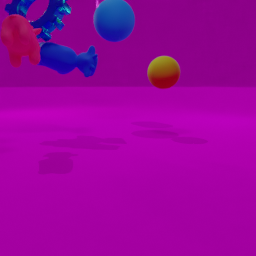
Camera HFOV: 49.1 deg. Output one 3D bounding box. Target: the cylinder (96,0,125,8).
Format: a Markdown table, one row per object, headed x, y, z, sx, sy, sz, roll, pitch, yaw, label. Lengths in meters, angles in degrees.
| x | y | z | sx | sy | sz | roll | pitch | yaw | label |
| --- | --- | --- | --- | --- | --- | --- | --- | --- | --- |
| -0.646 | -4.367 | 10.429 | 1.089 | 1.089 | 1.089 | 0 | 21 | 0 | cylinder |

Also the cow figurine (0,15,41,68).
| x | y | z | sx | sy | sz | roll | pitch | yaw | label |
| --- | --- | --- | --- | --- | --- | --- | --- | --- | --- |
| -2.110 | -1.819 | 5.572 | 0.704 | 1.262 | 1.282 | -10 | -26 | -8 | cow figurine |

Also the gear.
| x | y | z | sx | sy | sz | roll | pitch | yaw | label |
| --- | --- | --- | --- | --- | --- | --- | --- | --- | --- |
| -2.303 | -3.009 | 7.092 | 1.787 | 1.787 | 0.331 | 4 | -12 | 21 | gear |

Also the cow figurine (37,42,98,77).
| x | y | z | sx | sy | sz | roll | pitch | yaw | label |
| --- | --- | --- | --- | --- | --- | --- | --- | --- | --- |
| -1.571 | -1.801 | 7.296 | 1.517 | 0.833 | 1.493 | 12 | -2 | -39 | cow figurine |

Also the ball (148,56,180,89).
| x | y | z | sx | sy | sz | roll | pitch | yaw | label |
| --- | --- | --- | --- | --- | --- | --- | --- | --- | --- |
| 0.938 | -1.447 | 7.337 | 0.850 | 0.850 | 0.850 | 0 | 9 | 0 | ball |

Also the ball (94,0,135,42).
| x | y | z | sx | sy | sz | roll | pitch | yaw | label |
| --- | --- | --- | --- | --- | --- | --- | --- | --- | --- |
| -0.416 | -3.267 | 8.512 | 1.252 | 1.252 | 1.252 | 0 | 9 | 0 | ball |
